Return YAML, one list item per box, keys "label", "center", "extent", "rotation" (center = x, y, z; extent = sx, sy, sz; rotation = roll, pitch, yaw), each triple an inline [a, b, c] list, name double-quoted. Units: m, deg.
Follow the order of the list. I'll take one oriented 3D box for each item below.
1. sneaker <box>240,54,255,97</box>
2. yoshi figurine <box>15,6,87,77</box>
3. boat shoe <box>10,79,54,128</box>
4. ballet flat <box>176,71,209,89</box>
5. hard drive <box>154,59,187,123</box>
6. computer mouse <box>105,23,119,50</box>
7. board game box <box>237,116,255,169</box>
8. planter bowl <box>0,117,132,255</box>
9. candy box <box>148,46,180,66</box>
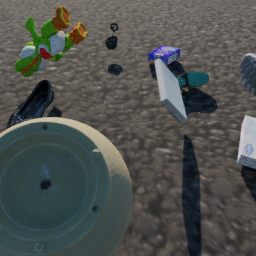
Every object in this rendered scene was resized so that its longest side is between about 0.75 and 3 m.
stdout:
- label: "sneaker"
  center: [4.031, -1.148, 7.526]
  extent: [0.973, 0.886, 2.372]
  rotation: [-27, 67, -25]
- label: "yoshi figurine"
  center: [-2.432, -2.508, 8.341]
  extent: [2.448, 1.376, 1.371]
  rotation: [-31, -1, 25]
- label: "boat shoe"
  center: [-2.330, -0.390, 6.722]
  extent: [0.707, 0.603, 2.115]
  rotation: [10, 44, 1]
- label: "ballet flat"
  center: [1.757, -1.461, 8.755]
  extent: [1.523, 0.517, 0.574]
  rotation: [-14, 8, -15]
- label: "hard drive"
  center: [1.087, -0.968, 7.179]
  extent: [0.202, 1.013, 1.536]
  rotation: [-28, 43, 27]
- label: "computer mouse"
  center: [-0.572, -3.467, 10.635]
  extent: [0.440, 0.255, 1.501]
  rotation: [-5, 54, 16]
- label: "board game box"
  center: [3.449, 0.447, 6.594]
  extent: [1.527, 0.333, 1.534]
  rotation: [18, 44, 13]
- label: "planter bowl"
  center: [-1.147, 0.950, 4.093]
  extent: [2.691, 1.811, 2.691]
  rotation: [3, 69, -8]
- label: "candy box"
  center: [1.307, -2.601, 10.055]
  extent: [0.802, 0.366, 0.949]
  rotation: [20, 40, 32]
